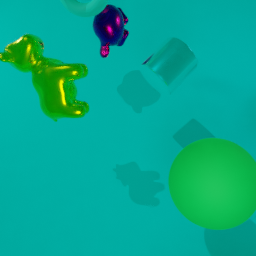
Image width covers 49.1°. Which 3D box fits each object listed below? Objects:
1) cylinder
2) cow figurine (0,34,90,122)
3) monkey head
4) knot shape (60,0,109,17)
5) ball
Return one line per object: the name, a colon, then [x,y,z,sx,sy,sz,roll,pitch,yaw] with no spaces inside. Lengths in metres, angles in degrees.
cylinder: [0.813,-1.229,5.627,0.842,0.842,0.842,43,84,14]
cow figurine: [-1.282,-0.743,4.294,1.310,0.731,1.332,0,104,3]
monkey head: [-0.531,-2.356,6.537,1.041,0.872,1.447,5,104,37]
knot shape: [-0.815,-3.307,5.527,1.697,1.813,0.838,-36,34,-2]
ball: [1.283,0.819,4.206,1.341,1.341,1.341,0,70,0]
